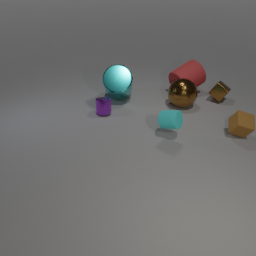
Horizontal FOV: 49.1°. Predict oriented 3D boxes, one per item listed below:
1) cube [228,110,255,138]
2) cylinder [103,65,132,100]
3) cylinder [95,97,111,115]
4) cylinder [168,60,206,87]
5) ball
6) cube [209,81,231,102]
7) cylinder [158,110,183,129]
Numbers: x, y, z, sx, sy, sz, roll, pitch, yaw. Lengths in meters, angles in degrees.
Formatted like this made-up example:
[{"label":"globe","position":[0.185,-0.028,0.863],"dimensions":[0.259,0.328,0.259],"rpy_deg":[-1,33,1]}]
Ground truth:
[{"label":"cube","position":[4.362,-0.154,10.782],"dimensions":[0.700,0.700,0.700],"rpy_deg":[17,59,-8]},{"label":"cylinder","position":[-0.491,-2.206,13.761],"dimensions":[1.400,1.400,1.400],"rpy_deg":[0,-9,1]},{"label":"cylinder","position":[-1.113,-1.007,12.744],"dimensions":[0.700,0.700,0.700],"rpy_deg":[-1,20,0]},{"label":"cylinder","position":[3.075,-2.614,14.586],"dimensions":[1.400,1.400,1.400],"rpy_deg":[-33,39,-14]},{"label":"ball","position":[2.590,-1.655,13.294],"dimensions":[1.400,1.400,1.400],"rpy_deg":[0,29,0]},{"label":"cube","position":[4.568,-1.829,13.919],"dimensions":[0.700,0.700,0.700],"rpy_deg":[43,33,11]},{"label":"cylinder","position":[1.595,-0.316,10.509],"dimensions":[0.700,0.700,0.700],"rpy_deg":[3,25,38]}]
